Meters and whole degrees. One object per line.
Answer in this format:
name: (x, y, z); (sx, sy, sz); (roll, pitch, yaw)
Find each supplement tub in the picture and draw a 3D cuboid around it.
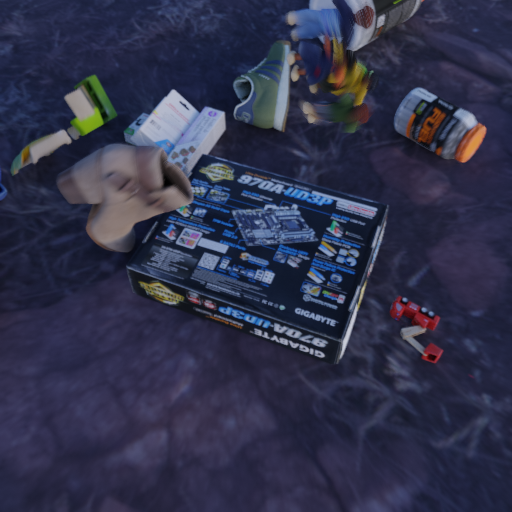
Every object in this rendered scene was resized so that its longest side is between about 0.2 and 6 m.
supplement tub: (3.815, -2.700, 11.677); (1.669, 1.022, 1.022); (38, 61, 26)
supplement tub: (2.940, -6.516, 14.110); (2.985, 1.829, 1.829); (-36, 60, -25)

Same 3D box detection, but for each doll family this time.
doll family: (1.517, -3.522, 10.328); (1.525, 2.639, 1.035); (11, 61, 33)

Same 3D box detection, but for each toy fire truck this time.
toy fire truck: (2.615, 1.188, 9.174); (1.059, 0.258, 0.747); (29, 58, 20)

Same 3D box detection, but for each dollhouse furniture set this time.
dollhouse furniture set: (-4.077, -2.735, 11.443); (1.259, 0.973, 2.519); (-7, 29, 49)

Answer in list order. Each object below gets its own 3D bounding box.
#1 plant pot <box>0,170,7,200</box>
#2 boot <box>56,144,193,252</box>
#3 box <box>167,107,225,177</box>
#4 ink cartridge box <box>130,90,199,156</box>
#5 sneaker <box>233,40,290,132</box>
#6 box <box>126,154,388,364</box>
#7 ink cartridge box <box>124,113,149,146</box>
plant pot: (-5.759, -1.536, 10.541); (1.569, 1.411, 1.569); (-38, 61, -26)
boot: (-1.910, -0.852, 9.095); (1.836, 2.511, 0.882); (-8, 63, 14)
box: (-1.368, -2.138, 11.588); (0.475, 0.509, 2.455); (19, 56, 14)
ink cartridge box: (-1.886, -2.727, 11.813); (0.826, 0.486, 1.434); (41, 54, -18)
sneaker: (0.113, -3.976, 12.695); (1.249, 0.933, 2.781); (5, 56, -2)
box: (0.110, -0.117, 9.784); (3.753, 0.863, 2.983); (17, 54, 13)
ink cartridge box: (-2.420, -2.707, 12.136); (0.538, 0.305, 0.734); (23, 56, 16)
